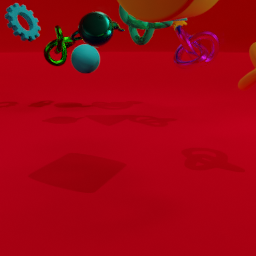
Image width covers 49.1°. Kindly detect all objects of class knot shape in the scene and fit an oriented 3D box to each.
[{"bbox_3d":[1.821,-2.369,7.992,1.482,1.387,0.685,-31,-10,-24],"label":"knot shape"},{"bbox_3d":[-2.517,-3.120,10.354,0.669,1.355,1.448,25,57,8],"label":"knot shape"},{"bbox_3d":[0.683,-3.760,9.695,1.768,1.890,0.873,12,58,18],"label":"knot shape"},{"bbox_3d":[2.577,-1.058,5.009,1.299,0.641,1.388,-28,35,-5],"label":"knot shape"}]

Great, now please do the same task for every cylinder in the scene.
[{"bbox_3d":[0.619,-2.198,3.858,1.328,1.328,1.328,9,26,28],"label":"cylinder"}]

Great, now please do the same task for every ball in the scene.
[{"bbox_3d":[-1.596,-2.584,10.528,1.072,1.072,1.072,0,17,0],"label":"ball"}]

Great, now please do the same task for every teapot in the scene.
[{"bbox_3d":[-0.838,-2.721,7.888,1.590,0.989,0.779,-15,-11,-7],"label":"teapot"}]

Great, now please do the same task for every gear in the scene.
[{"bbox_3d":[-3.712,-3.730,9.941,0.239,1.294,1.294,-16,7,31],"label":"gear"}]

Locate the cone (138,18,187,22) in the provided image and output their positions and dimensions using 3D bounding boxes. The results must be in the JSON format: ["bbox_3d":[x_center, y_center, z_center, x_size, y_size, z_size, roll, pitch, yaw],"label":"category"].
[{"bbox_3d":[1.212,-3.353,7.827,1.493,1.487,1.487,15,3,-41],"label":"cone"}]

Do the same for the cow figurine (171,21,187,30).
[{"bbox_3d":[1.677,-4.205,9.824,0.821,1.471,1.495,-53,13,-15],"label":"cow figurine"}]
